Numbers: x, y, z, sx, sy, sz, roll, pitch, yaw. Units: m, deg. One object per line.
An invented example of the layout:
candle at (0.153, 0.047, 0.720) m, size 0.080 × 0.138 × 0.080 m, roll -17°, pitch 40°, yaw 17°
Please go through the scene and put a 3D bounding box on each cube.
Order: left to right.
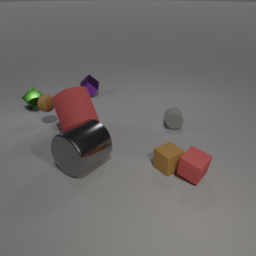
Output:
cube at (-4.381, -1.401, 12.887) m, size 0.700 × 0.700 × 0.700 m, roll -53°, pitch 22°, yaw -13°
cube at (-1.968, -2.142, 14.297) m, size 0.700 × 0.700 × 0.700 m, roll -34°, pitch 38°, yaw 29°
cube at (1.288, 0.970, 8.879) m, size 0.700 × 0.700 × 0.700 m, roll -19°, pitch 33°, yaw -30°
cube at (1.957, 1.092, 8.278) m, size 0.700 × 0.700 × 0.700 m, roll 30°, pitch 46°, yaw 27°

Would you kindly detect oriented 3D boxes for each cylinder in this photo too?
cylinder at (-1.972, -0.648, 10.551) m, size 1.400 × 1.400 × 1.400 m, roll -21°, pitch -9°, yaw -3°
cylinder at (-1.448, 0.595, 8.835) m, size 1.400 × 1.400 × 1.400 m, roll 19°, pitch 33°, yaw 32°
cylinder at (1.877, -0.410, 11.446) m, size 0.700 × 0.700 × 0.700 m, roll 2°, pitch 25°, yaw 4°

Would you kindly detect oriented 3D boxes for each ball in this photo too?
ball at (-3.302, -0.993, 11.347) m, size 0.700 × 0.700 × 0.700 m, roll 0°, pitch 28°, yaw 0°
